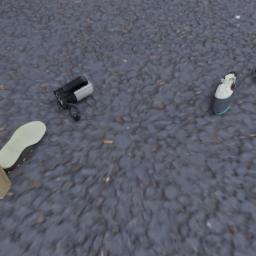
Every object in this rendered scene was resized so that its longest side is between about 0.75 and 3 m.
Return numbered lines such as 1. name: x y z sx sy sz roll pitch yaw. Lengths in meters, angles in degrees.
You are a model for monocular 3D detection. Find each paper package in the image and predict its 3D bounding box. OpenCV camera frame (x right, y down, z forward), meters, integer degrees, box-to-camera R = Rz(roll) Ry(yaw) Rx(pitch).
1. paper package: -3.726 1.314 7.218 1.042 0.993 0.539 7 47 6

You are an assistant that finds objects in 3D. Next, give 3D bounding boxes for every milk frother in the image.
1. milk frother: -1.607 -0.993 9.252 1.180 1.132 1.254 -33 100 -17

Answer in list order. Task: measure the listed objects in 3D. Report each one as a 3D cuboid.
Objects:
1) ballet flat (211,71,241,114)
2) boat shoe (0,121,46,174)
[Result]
1. ballet flat: 3.294 -1.300 9.472 0.728 0.728 1.993 26 52 20
2. boat shoe: -3.081 0.514 8.093 0.675 0.578 1.845 33 52 0
